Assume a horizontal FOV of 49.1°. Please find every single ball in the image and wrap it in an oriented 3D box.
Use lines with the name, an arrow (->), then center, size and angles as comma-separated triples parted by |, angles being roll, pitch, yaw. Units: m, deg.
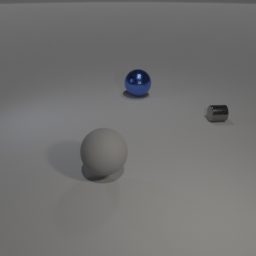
ball -> 0.511, -2.340, 14.533 | 1.400, 1.400, 1.400 | 0, 28, 0
ball -> -0.700, 0.691, 8.237 | 1.400, 1.400, 1.400 | 0, 28, 0

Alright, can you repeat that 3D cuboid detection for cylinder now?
cylinder -> 3.857, -0.642, 12.070 | 0.700, 0.700, 0.700 | -2, 28, -4
